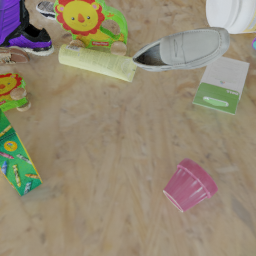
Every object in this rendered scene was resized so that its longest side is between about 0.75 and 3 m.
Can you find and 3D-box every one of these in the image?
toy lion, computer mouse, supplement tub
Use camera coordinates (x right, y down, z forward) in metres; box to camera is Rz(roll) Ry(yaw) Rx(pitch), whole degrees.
[{"bbox_3d":[-1.270,-3.760,9.917,2.512,2.408,0.862,4,53,2],"label":"toy lion"},{"bbox_3d":[-2.911,-4.894,12.052,2.113,0.464,1.159,20,60,8],"label":"computer mouse"},{"bbox_3d":[4.730,-4.723,10.525,2.990,2.174,2.174,-7,53,-11],"label":"supplement tub"},{"bbox_3d":[-4.191,-1.036,9.023,1.978,0.679,1.896,-34,53,-23],"label":"toy lion"}]

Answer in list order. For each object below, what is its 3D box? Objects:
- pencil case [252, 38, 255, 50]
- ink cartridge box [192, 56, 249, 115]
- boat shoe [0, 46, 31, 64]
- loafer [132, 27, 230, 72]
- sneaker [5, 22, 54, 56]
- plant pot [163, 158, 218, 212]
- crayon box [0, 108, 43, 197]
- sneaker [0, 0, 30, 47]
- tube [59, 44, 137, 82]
[{"bbox_3d":[5.445,-2.691,10.014,0.899,0.976,2.113,-46,52,21],"label":"pencil case"},{"bbox_3d":[2.965,-1.250,9.036,1.292,0.738,2.488,19,55,14],"label":"ink cartridge box"},{"bbox_3d":[-4.340,-2.570,10.168,1.749,0.662,0.628,11,56,20],"label":"boat shoe"},{"bbox_3d":[1.081,-1.696,6.302,0.844,2.418,0.845,-10,93,-39],"label":"loafer"},{"bbox_3d":[-4.036,-3.479,10.453,2.430,1.209,0.845,5,53,3],"label":"sneaker"},{"bbox_3d":[1.446,1.457,6.841,0.985,1.100,1.100,-42,62,-9],"label":"plant pot"},{"bbox_3d":[-2.901,0.498,6.690,0.678,2.327,1.382,-32,59,-22],"label":"crayon box"},{"bbox_3d":[-2.866,-3.007,6.682,0.880,2.531,1.259,51,30,21],"label":"sneaker"},{"bbox_3d":[-1.060,-2.338,9.987,2.770,0.804,0.719,13,15,7],"label":"tube"}]
